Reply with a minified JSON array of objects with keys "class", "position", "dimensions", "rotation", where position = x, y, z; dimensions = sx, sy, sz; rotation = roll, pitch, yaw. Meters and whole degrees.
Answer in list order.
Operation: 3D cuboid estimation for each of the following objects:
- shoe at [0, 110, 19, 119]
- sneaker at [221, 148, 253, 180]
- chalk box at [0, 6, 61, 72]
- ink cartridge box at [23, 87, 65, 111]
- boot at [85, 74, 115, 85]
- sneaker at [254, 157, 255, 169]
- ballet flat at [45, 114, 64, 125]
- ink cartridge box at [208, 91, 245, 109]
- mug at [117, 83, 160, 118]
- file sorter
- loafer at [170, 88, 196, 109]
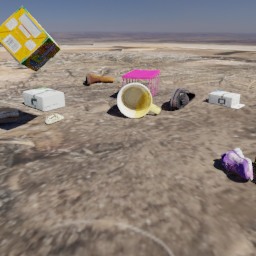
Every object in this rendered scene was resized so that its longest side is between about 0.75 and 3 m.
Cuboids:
[{"class":"shoe","position":[-4.807,-0.536,11.059],"dimensions":[0.928,0.248,0.324],"rotation":[-8,23,-19]},{"class":"sneaker","position":[2.696,0.927,7.037],"dimensions":[0.577,0.525,1.305],"rotation":[-6,17,3]},{"class":"chalk box","position":[-2.755,-2.425,8.047],"dimensions":[1.088,1.096,1.756],"rotation":[-42,3,2]},{"class":"ink cartridge box","position":[-3.717,-1.297,12.442],"dimensions":[1.568,0.651,1.150],"rotation":[18,27,38]},{"class":"boot","position":[-1.673,-2.840,16.884],"dimensions":[1.737,0.595,1.635],"rotation":[5,13,-7]},{"class":"sneaker","position":[3.488,0.992,6.750],"dimensions":[0.577,0.529,1.355],"rotation":[5,21,11]},{"class":"ballet flat","position":[-2.761,-0.374,10.607],"dimensions":[0.331,0.279,0.874],"rotation":[11,23,28]},{"class":"ink cartridge box","position":[4.510,-1.309,12.740],"dimensions":[1.416,0.472,0.820],"rotation":[19,28,40]},{"class":"mug","position":[0.334,-1.055,11.478],"dimensions":[1.361,1.699,1.395],"rotation":[-32,11,6]},{"class":"file sorter","position":[0.677,-2.076,13.660],"dimensions":[1.376,1.242,1.980],"rotation":[6,21,18]},{"class":"loafer","position":[2.471,-1.349,12.441],"dimensions":[0.736,0.840,2.336],"rotation":[13,21,19]}]
